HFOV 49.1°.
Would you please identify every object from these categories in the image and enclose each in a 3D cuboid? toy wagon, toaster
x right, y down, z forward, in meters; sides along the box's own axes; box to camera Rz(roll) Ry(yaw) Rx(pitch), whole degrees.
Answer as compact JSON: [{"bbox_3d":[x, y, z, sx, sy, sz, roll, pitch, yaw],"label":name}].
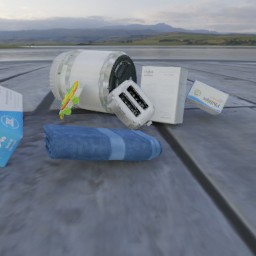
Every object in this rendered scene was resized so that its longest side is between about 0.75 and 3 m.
[{"bbox_3d":[-1.929,-0.881,9.233,0.288,1.455,1.129,30,27,-23],"label":"toy wagon"},{"bbox_3d":[0.064,-0.726,8.220,0.949,1.671,1.079,-40,5,-10],"label":"toaster"}]

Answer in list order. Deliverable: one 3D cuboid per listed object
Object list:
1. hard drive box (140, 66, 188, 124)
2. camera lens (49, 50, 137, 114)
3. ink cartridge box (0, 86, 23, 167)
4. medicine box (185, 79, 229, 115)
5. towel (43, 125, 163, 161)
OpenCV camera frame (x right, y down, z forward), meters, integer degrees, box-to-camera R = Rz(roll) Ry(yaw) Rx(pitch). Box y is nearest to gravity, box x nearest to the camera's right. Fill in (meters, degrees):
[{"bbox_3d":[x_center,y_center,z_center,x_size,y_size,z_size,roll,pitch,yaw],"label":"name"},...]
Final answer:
[{"bbox_3d":[1.122,-1.084,9.191,1.377,1.766,0.678,10,7,30],"label":"hard drive box"},{"bbox_3d":[-1.240,-1.801,10.731,2.836,2.268,2.268,10,20,27],"label":"camera lens"},{"bbox_3d":[-3.753,-0.464,5.652,2.959,1.004,1.716,23,27,-35],"label":"ink cartridge box"},{"bbox_3d":[2.671,-1.025,9.674,1.209,0.683,1.328,27,2,8],"label":"medicine box"},{"bbox_3d":[-0.568,0.370,6.135,2.427,0.589,1.355,4,9,-24],"label":"towel"}]
